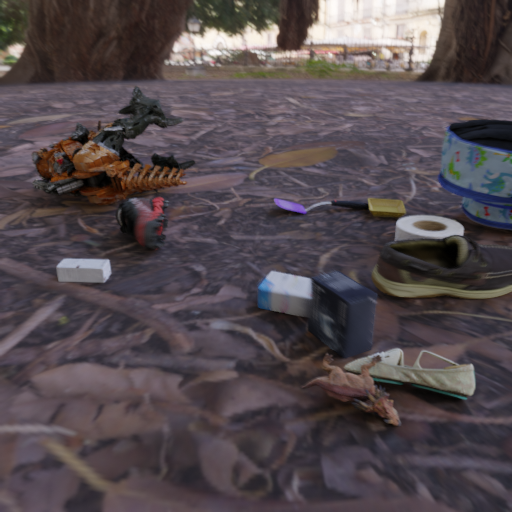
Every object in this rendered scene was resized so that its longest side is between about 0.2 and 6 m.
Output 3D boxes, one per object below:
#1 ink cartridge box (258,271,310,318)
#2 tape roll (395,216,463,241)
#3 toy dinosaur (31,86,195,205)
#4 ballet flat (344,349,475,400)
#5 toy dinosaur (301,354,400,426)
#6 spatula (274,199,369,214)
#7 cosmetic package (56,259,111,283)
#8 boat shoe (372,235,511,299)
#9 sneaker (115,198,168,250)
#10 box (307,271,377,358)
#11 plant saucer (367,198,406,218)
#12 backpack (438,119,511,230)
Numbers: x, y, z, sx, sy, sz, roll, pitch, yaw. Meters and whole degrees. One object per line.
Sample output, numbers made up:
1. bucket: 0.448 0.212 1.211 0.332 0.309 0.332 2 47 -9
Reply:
1. ink cartridge box: 0.581 0.632 9.180 0.945 0.400 0.683 9 26 19
2. tape roll: 3.588 -0.416 11.656 1.360 0.476 1.360 0 22 0
3. toy dinosaur: -3.683 -2.276 14.687 5.288 2.701 3.589 34 51 24
4. ballet flat: 1.939 1.419 7.109 1.594 0.497 0.538 9 -5 14
5. toy dinosaur: 1.124 1.603 6.737 1.206 0.518 0.817 3 24 10
6. spatula: 1.687 -1.251 13.988 2.456 0.252 0.694 -2 24 -5
7. cosmetic package: -3.141 0.267 10.224 0.857 0.317 0.435 0 23 2
8. boat shoe: 3.412 0.129 9.507 2.809 0.910 1.028 -6 42 -9
9. sneaker: -2.442 -0.696 11.840 1.110 0.803 2.271 2 20 -8
10. box: 1.219 0.825 8.081 0.540 0.905 0.920 -12 25 -27
11. plant saucer: 3.175 -1.150 13.723 0.862 0.209 0.862 5 27 6
12. backpack: 5.742 -1.835 12.715 3.042 2.236 2.784 9 23 4
